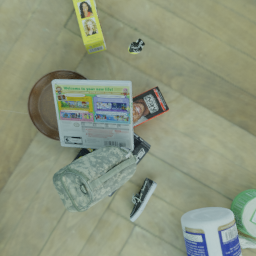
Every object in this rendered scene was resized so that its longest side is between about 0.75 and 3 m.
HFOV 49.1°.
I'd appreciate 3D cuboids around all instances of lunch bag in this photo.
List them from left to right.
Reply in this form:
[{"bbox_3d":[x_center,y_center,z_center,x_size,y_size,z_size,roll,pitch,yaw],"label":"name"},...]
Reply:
[{"bbox_3d":[-0.858,1.364,7.975,1.992,1.671,1.388,-27,94,-43],"label":"lunch bag"}]

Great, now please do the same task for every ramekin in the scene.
[{"bbox_3d":[4.351,2.903,9.377,1.589,0.776,1.589,0,87,0],"label":"ramekin"}]

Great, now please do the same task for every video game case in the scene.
[{"bbox_3d":[-1.035,-0.370,8.513,2.401,0.265,2.186,4,115,13],"label":"video game case"}]

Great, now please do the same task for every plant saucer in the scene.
[{"bbox_3d":[-2.166,-0.756,9.608,2.441,0.446,2.441,-1,96,-6],"label":"plant saucer"}]

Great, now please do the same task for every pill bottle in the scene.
[{"bbox_3d":[2.738,4.098,8.868,1.670,1.670,2.790,-10,87,-1],"label":"pill bottle"}]

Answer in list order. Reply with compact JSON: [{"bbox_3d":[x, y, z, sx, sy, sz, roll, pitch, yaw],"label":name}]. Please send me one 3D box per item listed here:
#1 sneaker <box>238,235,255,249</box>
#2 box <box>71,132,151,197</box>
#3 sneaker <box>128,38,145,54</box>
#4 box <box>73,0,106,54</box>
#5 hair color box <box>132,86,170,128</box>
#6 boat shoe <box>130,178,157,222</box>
[{"bbox_3d":[4.063,3.982,9.589,0.907,0.341,0.401,19,99,7],"label":"sneaker"},{"bbox_3d":[-0.602,0.919,9.334,1.793,0.546,2.224,38,105,-1],"label":"box"},{"bbox_3d":[0.216,-2.523,8.966,0.441,0.976,0.381,-35,99,36],"label":"sneaker"},{"bbox_3d":[-1.451,-4.134,9.643,0.723,1.085,2.884,-15,88,0],"label":"box"},{"bbox_3d":[0.389,-0.615,9.660,1.843,0.564,0.936,-26,88,1],"label":"hair color box"},{"bbox_3d":[0.397,2.406,9.512,0.517,0.559,1.514,32,87,-2],"label":"boat shoe"}]
